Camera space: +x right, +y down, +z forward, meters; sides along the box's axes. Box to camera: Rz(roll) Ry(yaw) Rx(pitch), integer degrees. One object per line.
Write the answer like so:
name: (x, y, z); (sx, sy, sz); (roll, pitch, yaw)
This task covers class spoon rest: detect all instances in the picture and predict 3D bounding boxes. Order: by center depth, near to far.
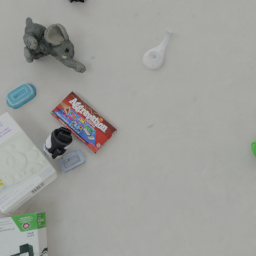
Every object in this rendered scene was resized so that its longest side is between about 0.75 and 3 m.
spoon rest: (1.293, -3.231, 11.667); (0.876, 0.534, 1.763); (33, 90, 10)

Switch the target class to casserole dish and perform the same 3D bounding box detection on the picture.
casserole dish: (-4.290, -1.320, 11.171); (1.284, 0.249, 0.778); (-36, 77, -9)

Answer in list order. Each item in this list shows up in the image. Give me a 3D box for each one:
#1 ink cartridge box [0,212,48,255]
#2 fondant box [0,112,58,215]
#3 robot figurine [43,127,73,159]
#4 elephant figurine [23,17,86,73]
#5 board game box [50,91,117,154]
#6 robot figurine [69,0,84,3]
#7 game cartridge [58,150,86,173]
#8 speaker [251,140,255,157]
ink cartridge box: (-3.569, 4.057, 9.206); (1.664, 0.943, 2.270); (-10, 75, -2)
fondant box: (-4.274, 1.211, 9.952); (2.135, 0.862, 2.960); (-39, 76, -20)
robot figurine: (-2.538, 0.531, 10.132); (0.814, 0.981, 1.305); (46, 121, 5)
elephant figurine: (-2.900, -3.317, 11.272); (2.347, 1.821, 1.660); (-1, 30, -11)
board game box: (-1.722, -0.246, 10.860); (2.406, 0.234, 1.239); (40, 76, 11)
robot figurine: (-2.300, -6.081, 12.315); (0.914, 0.759, 1.216); (-35, 77, -13)
game cartridge: (-2.101, 1.214, 10.463); (0.918, 0.186, 0.612); (-26, 78, -8)
speaker: (5.704, 0.461, 10.292); (2.156, 0.953, 0.953); (-22, 75, -7)
